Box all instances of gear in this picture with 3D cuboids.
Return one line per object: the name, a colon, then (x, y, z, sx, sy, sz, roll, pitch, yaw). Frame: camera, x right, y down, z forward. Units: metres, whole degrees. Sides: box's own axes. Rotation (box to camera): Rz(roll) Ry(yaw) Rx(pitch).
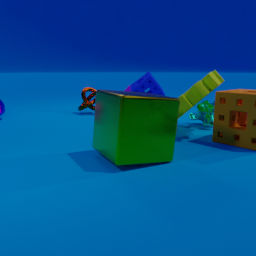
gear: (1.604, -0.702, 7.494, 2.048, 0.379, 2.048, -39, -5, -4)

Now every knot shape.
knot shape: (-1.421, -1.124, 10.677, 1.115, 1.044, 0.515, -14, -31, 14)

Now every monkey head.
monkey head: (2.471, -0.325, 8.424, 1.348, 0.970, 0.812, 6, -30, 19)

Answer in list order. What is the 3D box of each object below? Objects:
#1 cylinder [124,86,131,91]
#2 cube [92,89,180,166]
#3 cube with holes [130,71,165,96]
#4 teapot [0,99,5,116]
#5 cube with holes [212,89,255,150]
cylinder: (0.071, -1.383, 12.284, 0.701, 0.701, 0.701, -43, 9, 9)
cube: (0.110, -0.061, 5.390, 1.204, 1.204, 1.204, 0, 12, -28)
cube with holes: (0.734, -1.435, 10.671, 0.922, 0.922, 0.922, -36, 18, 14)
teapot: (-4.646, -0.682, 9.354, 1.629, 1.013, 0.797, 19, 58, 26)
cube with holes: (2.861, -0.254, 6.573, 1.192, 1.192, 1.192, -11, 16, -42)
